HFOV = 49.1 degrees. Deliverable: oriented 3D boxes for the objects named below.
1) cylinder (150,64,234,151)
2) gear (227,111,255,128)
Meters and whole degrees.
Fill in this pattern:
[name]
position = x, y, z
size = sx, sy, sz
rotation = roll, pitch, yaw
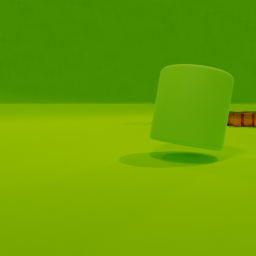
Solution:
[cylinder]
position = 0.767, -0.224, 3.421
size = 0.879, 0.879, 0.879
rotation = 10, -2, 0
[gear]
position = 3.587, -0.287, 8.282
size = 2.027, 0.375, 2.027
rotation = 0, 5, 0
